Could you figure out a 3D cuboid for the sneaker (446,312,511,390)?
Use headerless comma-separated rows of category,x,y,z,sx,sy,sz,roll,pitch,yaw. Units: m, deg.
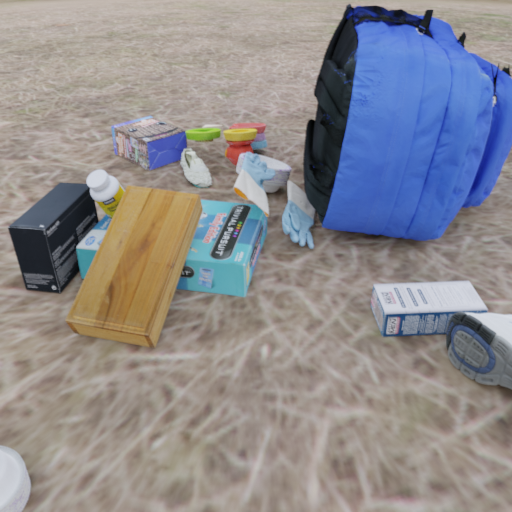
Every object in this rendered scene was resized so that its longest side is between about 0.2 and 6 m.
sneaker,4.016,1.583,7.434,1.349,1.154,3.097,-10,33,-24

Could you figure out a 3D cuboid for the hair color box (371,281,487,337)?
hair color box,2.780,0.853,9.139,1.642,0.497,0.821,-2,32,-2

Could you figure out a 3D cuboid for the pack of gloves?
pack of gloves,0.357,-1.099,11.632,2.056,0.483,2.447,41,26,-15

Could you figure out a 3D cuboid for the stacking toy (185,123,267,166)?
stacking toy,-0.747,-2.985,15.066,1.978,0.923,2.185,2,19,16

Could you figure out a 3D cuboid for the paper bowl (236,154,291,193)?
paper bowl,0.150,-1.943,13.334,1.281,0.666,1.281,13,19,-5

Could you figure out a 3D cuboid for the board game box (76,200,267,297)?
board game box,-1.487,-0.312,10.819,3.083,0.724,2.328,5,32,9

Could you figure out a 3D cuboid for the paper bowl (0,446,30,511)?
paper bowl,-3.140,2.588,6.292,1.063,0.553,1.063,0,30,0

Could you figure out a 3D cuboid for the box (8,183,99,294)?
box,-3.629,-0.388,10.371,0.738,1.322,1.873,6,32,9

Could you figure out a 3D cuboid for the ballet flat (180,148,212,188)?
ballet flat,-1.575,-2.272,14.145,0.614,0.614,1.710,-12,34,-19

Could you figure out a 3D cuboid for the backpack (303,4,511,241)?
backpack,3.162,-2.825,11.676,4.274,4.139,5.094,7,32,7

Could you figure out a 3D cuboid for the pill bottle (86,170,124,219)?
pill bottle,-2.730,-1.136,10.407,0.554,0.990,0.554,-8,58,13

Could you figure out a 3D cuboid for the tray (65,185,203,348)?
tray,-1.942,0.072,9.336,1.369,0.514,2.777,8,58,10

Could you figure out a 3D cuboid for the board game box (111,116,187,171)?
board game box,-2.892,-3.083,15.219,1.663,0.805,1.326,28,42,37
